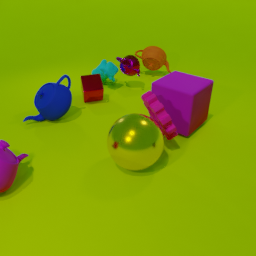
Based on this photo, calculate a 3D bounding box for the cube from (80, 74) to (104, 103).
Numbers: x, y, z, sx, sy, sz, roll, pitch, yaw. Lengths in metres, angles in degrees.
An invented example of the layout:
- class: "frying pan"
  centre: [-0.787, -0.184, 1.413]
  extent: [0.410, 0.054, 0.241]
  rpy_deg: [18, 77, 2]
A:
- class: "cube"
  centre: [-1.296, -1.434, 10.090]
  extent: [0.714, 0.714, 0.714]
  rpy_deg: [-9, 65, -12]

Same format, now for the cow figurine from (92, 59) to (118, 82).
- class: "cow figurine"
  centre: [-0.998, -2.213, 11.459]
  extent: [1.403, 0.770, 1.381]
  rpy_deg: [-35, 29, 29]

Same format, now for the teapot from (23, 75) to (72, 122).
- class: "teapot"
  centre: [-2.457, -0.844, 8.785]
  extent: [1.979, 0.969, 1.231]
  rpy_deg: [-50, 50, 3]

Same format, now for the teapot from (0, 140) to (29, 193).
- class: "teapot"
  centre: [-2.870, 0.713, 5.953]
  extent: [1.292, 1.018, 2.078]
  rpy_deg: [38, -1, 16]

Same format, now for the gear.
- class: "gear"
  centre: [0.816, -0.325, 7.359]
  extent: [0.254, 1.376, 1.376]
  rpy_deg: [-32, 34, -1]

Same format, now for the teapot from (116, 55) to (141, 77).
- class: "teapot"
  centre: [0.061, -2.419, 11.013]
  extent: [1.347, 0.838, 0.660]
  rpy_deg: [39, 33, 17]

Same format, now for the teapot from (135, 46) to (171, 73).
- class: "teapot"
  centre: [1.174, -3.014, 12.485]
  extent: [1.851, 1.151, 0.906]
  rpy_deg: [22, 64, -7]

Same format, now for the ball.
- class: "ball"
  centre: [0.173, 0.325, 6.583]
  extent: [1.343, 1.343, 1.343]
  rpy_deg: [0, 29, 0]

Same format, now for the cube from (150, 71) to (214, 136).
- class: "cube"
  centre: [1.577, -0.777, 8.374]
  extent: [1.336, 1.336, 1.336]
  rpy_deg: [23, 37, 32]
